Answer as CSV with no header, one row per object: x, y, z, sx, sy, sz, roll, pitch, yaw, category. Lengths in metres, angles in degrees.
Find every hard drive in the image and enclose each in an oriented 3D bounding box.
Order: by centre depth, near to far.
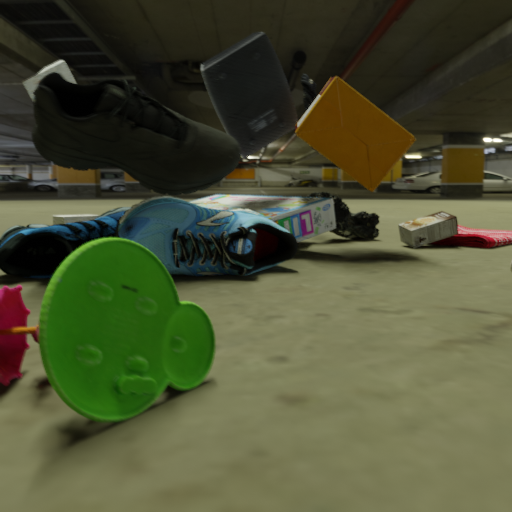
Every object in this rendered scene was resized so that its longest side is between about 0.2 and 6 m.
-0.122,-3.173,11.184,1.543,2.288,0.484,-32,48,-2,hard drive

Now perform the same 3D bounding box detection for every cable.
1.450,-3.569,14.025,0.475,1.869,1.525,-7,-5,8,cable

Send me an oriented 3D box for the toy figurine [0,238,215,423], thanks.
-1.151,0.502,3.602,1.248,1.018,1.355,-6,-19,35,toy figurine

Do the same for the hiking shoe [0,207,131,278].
-2.380,-0.080,7.990,2.546,0.947,1.104,-11,17,-11,hiking shoe

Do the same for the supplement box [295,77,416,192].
1.785,-2.337,10.560,1.782,1.200,1.807,36,17,-7,supplement box

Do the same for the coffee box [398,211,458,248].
3.600,-0.557,11.728,1.040,0.414,0.594,-17,20,-9,coffee box

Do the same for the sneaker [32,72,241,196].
-1.610,-1.672,7.571,2.891,1.098,1.312,7,-31,-9,sneaker

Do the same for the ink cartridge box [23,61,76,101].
-4.318,-3.530,11.850,1.023,0.831,0.292,-36,36,-21,ink cartridge box

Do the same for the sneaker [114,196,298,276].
-0.603,-0.242,7.918,2.904,1.138,1.306,-6,13,-38,sneaker

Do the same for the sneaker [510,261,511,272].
3.895,0.155,6.955,0.766,0.551,1.465,-4,3,-35,sneaker

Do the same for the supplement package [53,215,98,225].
-4.357,-0.703,13.552,0.557,0.564,0.931,7,10,43,supplement package

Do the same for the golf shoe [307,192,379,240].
1.838,-0.815,12.982,2.113,0.822,0.998,22,-18,-27,golf shoe

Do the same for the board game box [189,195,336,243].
-0.591,-0.649,11.135,2.437,0.620,3.625,-20,18,-37,board game box

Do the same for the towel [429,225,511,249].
4.909,-0.470,12.823,1.964,0.305,2.716,8,11,44,towel
